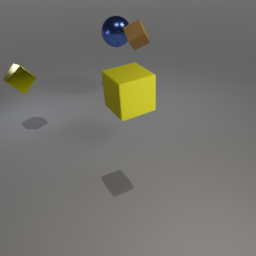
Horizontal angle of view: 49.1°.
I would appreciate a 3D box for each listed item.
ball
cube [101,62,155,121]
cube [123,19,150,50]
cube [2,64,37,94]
[{"bbox_3d":[-0.548,-4.518,13.139,1.400,1.400,1.400,0,29,0],"label":"ball"},{"bbox_3d":[0.013,-0.660,4.971,0.700,0.700,0.700,-20,38,-22],"label":"cube"},{"bbox_3d":[0.333,-3.544,10.695,0.700,0.700,0.700,-23,69,16],"label":"cube"},{"bbox_3d":[-3.692,-1.671,9.524,0.700,0.700,0.700,25,79,50],"label":"cube"}]
